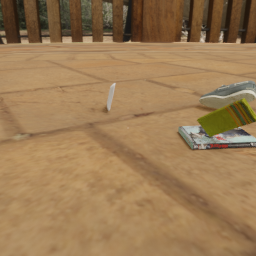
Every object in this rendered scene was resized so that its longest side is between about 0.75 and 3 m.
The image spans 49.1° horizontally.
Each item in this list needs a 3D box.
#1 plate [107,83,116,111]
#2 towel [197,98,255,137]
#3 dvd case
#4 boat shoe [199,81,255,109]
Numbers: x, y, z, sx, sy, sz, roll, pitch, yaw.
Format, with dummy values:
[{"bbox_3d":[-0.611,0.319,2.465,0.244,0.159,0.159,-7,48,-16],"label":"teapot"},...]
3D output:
[{"bbox_3d":[-0.574,-1.054,9.298,0.140,0.866,0.865,12,13,-4],"label":"plate"},{"bbox_3d":[2.154,-0.180,6.196,0.119,0.568,1.321,-41,7,-36],"label":"towel"},{"bbox_3d":[2.230,0.206,7.054,1.652,0.182,1.206,-3,21,-5],"label":"dvd case"},{"bbox_3d":[3.234,-1.100,9.147,0.707,0.599,1.940,35,-25,-32],"label":"boat shoe"}]
